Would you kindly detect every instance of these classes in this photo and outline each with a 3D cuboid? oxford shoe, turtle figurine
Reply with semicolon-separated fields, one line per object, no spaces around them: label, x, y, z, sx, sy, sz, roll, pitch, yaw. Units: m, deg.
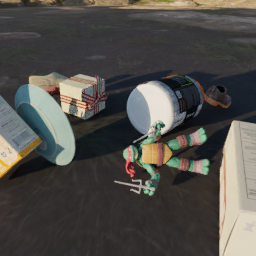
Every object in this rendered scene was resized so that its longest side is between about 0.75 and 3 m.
oxford shoe;3.057;-1.052;9.128;1.640;0.598;0.585;-4;41;-50
oxford shoe;-2.303;-1.634;9.978;2.363;0.836;0.872;-11;74;-36
turtle figurine;0.662;0.544;5.946;2.001;1.498;1.008;-3;9;-9

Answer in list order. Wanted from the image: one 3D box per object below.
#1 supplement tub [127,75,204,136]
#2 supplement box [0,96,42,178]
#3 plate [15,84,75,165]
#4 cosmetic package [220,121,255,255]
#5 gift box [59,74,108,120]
supplement tub;1.183;-0.725;7.947;1.449;1.449;2.366;20;26;33
supplement box;-3.060;-0.024;5.852;1.334;2.117;0.778;-36;10;30
plate;-1.970;0.012;6.274;2.013;2.013;0.257;19;36;31
cosmetic package;2.481;1.094;5.047;1.446;1.220;2.797;13;30;13
gift box;-1.434;-1.092;9.080;1.214;1.301;1.200;19;39;25
